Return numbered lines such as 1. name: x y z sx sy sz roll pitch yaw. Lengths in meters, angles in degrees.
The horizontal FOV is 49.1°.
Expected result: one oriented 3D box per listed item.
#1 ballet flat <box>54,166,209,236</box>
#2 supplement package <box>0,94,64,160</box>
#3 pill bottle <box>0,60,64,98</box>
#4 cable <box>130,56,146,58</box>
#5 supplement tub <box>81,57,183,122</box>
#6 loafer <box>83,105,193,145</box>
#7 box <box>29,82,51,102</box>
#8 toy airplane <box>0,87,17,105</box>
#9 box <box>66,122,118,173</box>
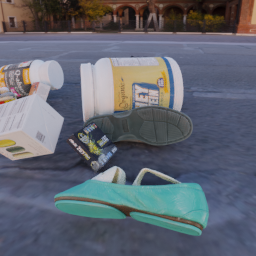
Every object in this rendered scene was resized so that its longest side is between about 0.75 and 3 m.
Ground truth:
1. ballet flat: 0.026 1.013 4.262 2.347 0.790 0.826 2 57 21
2. supplement package: -2.237 0.019 6.018 1.236 0.938 0.931 -11 52 27
3. pill bottle: -3.743 -1.902 10.794 2.271 1.322 1.322 -5 20 19
4. cable: 0.899 -1.744 10.041 1.969 0.613 2.413 -26 74 -20
5. supplement tub: 0.031 -1.074 8.302 2.746 1.987 1.987 -4 23 -10
6. loafer: 0.249 -0.070 7.240 2.741 0.985 0.862 -2 4 9
7. box: -3.151 -1.157 9.824 0.432 0.813 0.619 22 -11 -39
8. toy airplane: -4.007 -0.888 8.764 1.232 0.869 1.226 7 -10 -1
9. box: -0.734 0.378 6.071 0.274 0.898 1.115 -41 0 21
